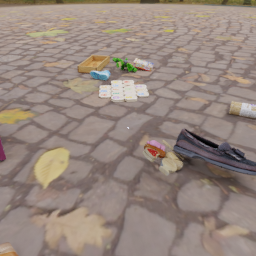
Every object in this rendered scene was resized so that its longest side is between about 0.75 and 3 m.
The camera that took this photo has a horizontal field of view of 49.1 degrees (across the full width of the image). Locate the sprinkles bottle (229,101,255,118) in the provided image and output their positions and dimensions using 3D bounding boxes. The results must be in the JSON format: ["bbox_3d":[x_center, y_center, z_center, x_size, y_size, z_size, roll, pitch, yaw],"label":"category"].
[{"bbox_3d":[4.867,-0.669,11.030,1.600,0.546,0.546,12,32,21],"label":"sprinkles bottle"}]

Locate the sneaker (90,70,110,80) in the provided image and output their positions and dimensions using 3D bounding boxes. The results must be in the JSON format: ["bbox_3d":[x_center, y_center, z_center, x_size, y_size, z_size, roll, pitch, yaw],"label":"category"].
[{"bbox_3d":[-1.439,-2.886,15.000,1.058,0.421,0.691,19,36,13],"label":"sneaker"}]

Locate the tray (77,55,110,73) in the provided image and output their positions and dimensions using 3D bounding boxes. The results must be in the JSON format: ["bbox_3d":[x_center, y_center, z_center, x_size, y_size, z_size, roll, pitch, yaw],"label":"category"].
[{"bbox_3d":[-1.970,-3.775,16.516,1.155,0.434,2.342,7,30,13],"label":"tray"}]

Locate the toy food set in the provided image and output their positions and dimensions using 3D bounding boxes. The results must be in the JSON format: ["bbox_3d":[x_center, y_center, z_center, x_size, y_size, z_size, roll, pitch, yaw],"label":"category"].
[{"bbox_3d":[0.936,0.816,8.035,1.263,0.313,1.987,42,19,19],"label":"toy food set"}]

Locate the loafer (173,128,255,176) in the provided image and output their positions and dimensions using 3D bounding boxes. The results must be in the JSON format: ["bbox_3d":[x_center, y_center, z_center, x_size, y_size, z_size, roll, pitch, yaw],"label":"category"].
[{"bbox_3d":[2.489,0.639,7.984,2.513,0.791,0.903,16,4,34],"label":"loafer"}]

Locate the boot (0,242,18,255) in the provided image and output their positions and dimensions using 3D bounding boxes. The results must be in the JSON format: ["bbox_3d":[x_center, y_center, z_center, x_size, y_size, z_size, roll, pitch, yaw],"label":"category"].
[{"bbox_3d":[-2.618,2.751,5.293,1.133,0.417,0.876,-23,41,-29],"label":"boot"}]

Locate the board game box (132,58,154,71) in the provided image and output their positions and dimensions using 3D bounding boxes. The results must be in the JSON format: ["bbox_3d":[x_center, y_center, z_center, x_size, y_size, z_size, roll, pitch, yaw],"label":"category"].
[{"bbox_3d":[0.892,-3.683,16.262,1.122,0.260,0.850,18,32,4],"label":"board game box"}]

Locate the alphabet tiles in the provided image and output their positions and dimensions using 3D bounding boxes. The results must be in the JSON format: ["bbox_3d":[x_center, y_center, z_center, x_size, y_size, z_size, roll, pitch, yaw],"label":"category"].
[{"bbox_3d":[-0.215,-1.797,13.347,2.307,0.172,2.358,-2,31,-3],"label":"alphabet tiles"}]

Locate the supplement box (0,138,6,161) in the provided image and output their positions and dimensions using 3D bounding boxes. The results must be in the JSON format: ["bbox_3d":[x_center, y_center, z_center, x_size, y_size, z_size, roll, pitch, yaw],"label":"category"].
[{"bbox_3d":[-4.944,0.204,8.873,1.517,1.196,2.317,-17,34,-26],"label":"supplement box"}]

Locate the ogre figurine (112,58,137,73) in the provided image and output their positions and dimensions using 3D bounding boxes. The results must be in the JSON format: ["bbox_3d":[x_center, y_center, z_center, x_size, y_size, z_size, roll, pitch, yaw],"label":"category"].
[{"bbox_3d":[-0.175,-3.608,15.883,1.438,0.706,0.862,6,20,-3],"label":"ogre figurine"}]
